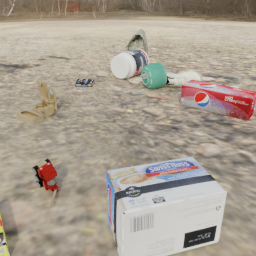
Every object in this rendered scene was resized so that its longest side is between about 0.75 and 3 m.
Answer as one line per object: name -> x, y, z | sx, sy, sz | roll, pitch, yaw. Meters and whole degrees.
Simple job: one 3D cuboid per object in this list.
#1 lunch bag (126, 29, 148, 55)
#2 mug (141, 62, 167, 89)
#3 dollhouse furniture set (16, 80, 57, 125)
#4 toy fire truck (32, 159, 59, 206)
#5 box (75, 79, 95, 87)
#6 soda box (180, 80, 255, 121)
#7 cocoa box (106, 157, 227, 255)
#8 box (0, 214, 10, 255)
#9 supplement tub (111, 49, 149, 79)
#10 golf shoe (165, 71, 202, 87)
lunch bag -> 0.540, -4.406, 15.677 | 1.202, 2.044, 1.676 | 5, 27, 8
mug -> 1.077, -2.211, 12.446 | 0.824, 1.333, 1.095 | -16, 53, -20
dollhouse furniture set -> -3.140, -0.913, 9.622 | 1.195, 1.024, 1.257 | 18, 31, 33
toy fire truck -> -1.631, 1.139, 5.811 | 0.776, 0.683, 0.499 | 33, 49, 31
box -> -2.002, -2.111, 13.070 | 0.789, 0.198, 0.795 | 0, 26, 2
soda box -> 3.258, -1.078, 10.196 | 2.599, 0.824, 0.910 | 18, 31, 34
cocoa box -> 0.575, 1.342, 4.804 | 1.728, 1.153, 1.134 | -7, 27, -15
box -> -2.398, 1.787, 4.867 | 0.456, 0.303, 1.211 | -13, 29, -25
supplement tub -> 0.118, -3.242, 14.161 | 1.276, 1.276, 1.818 | 18, 32, 33
golf shoe -> 2.229, -2.070, 12.384 | 2.035, 0.797, 0.990 | 6, 26, 34
